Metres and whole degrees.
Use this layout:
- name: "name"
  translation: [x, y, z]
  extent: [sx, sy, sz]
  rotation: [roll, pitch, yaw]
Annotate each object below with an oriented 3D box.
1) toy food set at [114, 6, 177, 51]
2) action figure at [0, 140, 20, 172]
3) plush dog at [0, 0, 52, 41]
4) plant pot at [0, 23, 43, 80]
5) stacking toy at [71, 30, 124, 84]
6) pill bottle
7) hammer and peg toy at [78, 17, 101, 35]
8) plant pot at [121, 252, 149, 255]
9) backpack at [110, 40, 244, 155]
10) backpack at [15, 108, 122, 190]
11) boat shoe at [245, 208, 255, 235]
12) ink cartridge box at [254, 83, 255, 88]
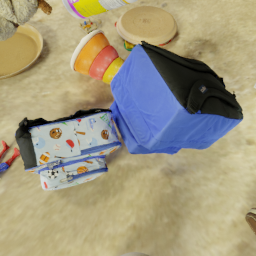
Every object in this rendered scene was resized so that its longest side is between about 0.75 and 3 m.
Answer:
- name: "toy food set"
  translation: [0.640, -3.633, 10.058]
  extent: [2.223, 0.546, 2.246]
  rotation: [-5, 56, -3]
- name: "action figure"
  translation: [-3.559, 1.090, 6.585]
  extent: [0.677, 1.026, 2.073]
  rotation: [24, 62, 16]
- name: "plush dog"
  translation: [-2.495, -2.397, 5.810]
  extent: [1.403, 1.311, 1.634]
  rotation: [-46, 21, 13]
- name: "plant pot"
  translation: [-4.284, -2.587, 9.440]
  extent: [2.900, 0.398, 2.900]
  rotation: [0, 56, 0]
- name: "stacking toy"
  translation: [-0.573, -1.822, 8.588]
  extent: [2.069, 1.512, 1.512]
  rotation: [39, 62, 2]
- name: "pill bottle"
  translation: [-0.423, -3.353, 6.440]
  extent: [2.195, 1.144, 1.144]
  rotation: [-6, 51, 29]
- name: "hammer and peg toy"
  translation: [-1.387, -3.796, 10.336]
  extent: [0.793, 0.279, 0.583]
  rotation: [-37, 62, -23]
- name: "plant pot"
  translation: [0.142, 2.864, 4.955]
  extent: [1.521, 1.624, 1.521]
  rotation: [0, 55, 0]
- name: "backpack"
  translation: [1.148, -0.543, 6.897]
  extent: [2.825, 2.371, 2.296]
  rotation: [0, 55, -39]
- name: "backpack"
  translation: [-1.240, 0.431, 6.367]
  extent: [2.168, 2.276, 1.753]
  rotation: [-22, 91, -17]
- name: "boat shoe"
  translation: [3.158, 2.647, 5.623]
  extent: [0.807, 0.806, 2.181]
  rotation: [-35, 62, -15]
- name: "ink cartridge box"
  translation: [5.351, -1.828, 8.370]
  extent: [1.942, 1.139, 2.653]
  rotation: [36, 64, 15]
